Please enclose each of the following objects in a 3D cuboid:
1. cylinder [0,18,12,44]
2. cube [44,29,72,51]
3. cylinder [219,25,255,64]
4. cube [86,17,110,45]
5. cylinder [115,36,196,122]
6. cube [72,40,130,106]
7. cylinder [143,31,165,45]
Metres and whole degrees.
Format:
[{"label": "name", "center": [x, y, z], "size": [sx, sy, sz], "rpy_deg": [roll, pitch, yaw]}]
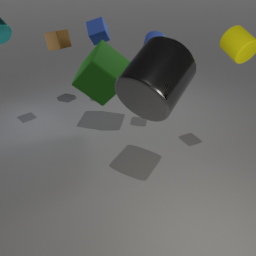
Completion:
[{"label": "cylinder", "center": [-4.134, -3.105, 8.750], "size": [0.700, 0.700, 0.700], "rpy_deg": [-28, 63, -39]}, {"label": "cube", "center": [-2.874, -3.621, 11.531], "size": [0.700, 0.700, 0.700], "rpy_deg": [2, 24, 32]}, {"label": "cylinder", "center": [2.846, -2.141, 7.189], "size": [0.700, 0.700, 0.700], "rpy_deg": [-15, 56, -24]}, {"label": "cube", "center": [-1.202, -3.886, 11.261], "size": [0.700, 0.700, 0.700], "rpy_deg": [-15, 72, 9]}, {"label": "cylinder", "center": [0.635, -1.107, 6.413], "size": [1.400, 1.400, 1.400], "rpy_deg": [20, 62, 31]}, {"label": "cube", "center": [-0.918, -1.951, 10.037], "size": [1.400, 1.400, 1.400], "rpy_deg": [34, 44, -21]}, {"label": "cylinder", "center": [0.834, -2.581, 8.898], "size": [0.700, 0.700, 0.700], "rpy_deg": [7, 63, 13]}]
